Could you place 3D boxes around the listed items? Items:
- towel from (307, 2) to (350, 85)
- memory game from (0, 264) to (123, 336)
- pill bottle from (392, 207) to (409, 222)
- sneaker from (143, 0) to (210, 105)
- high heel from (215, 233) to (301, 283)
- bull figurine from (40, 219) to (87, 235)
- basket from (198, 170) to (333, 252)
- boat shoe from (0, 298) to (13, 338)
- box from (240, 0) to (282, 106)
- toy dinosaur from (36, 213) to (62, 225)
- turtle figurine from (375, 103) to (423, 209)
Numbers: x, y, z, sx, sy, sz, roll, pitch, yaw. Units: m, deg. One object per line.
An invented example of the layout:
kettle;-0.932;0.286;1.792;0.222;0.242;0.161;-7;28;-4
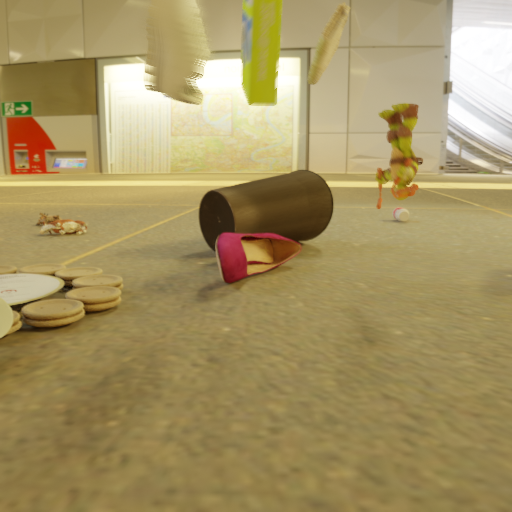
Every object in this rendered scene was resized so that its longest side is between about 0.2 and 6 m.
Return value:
towel;1.031;-2.987;7.863;0.198;0.763;1.151;23;53;6
memory game;-3.561;0.544;7.436;3.569;0.227;3.569;-1;11;0
pill bottle;4.150;-1.175;16.000;0.382;0.382;0.680;0;11;1
sneaker;-1.049;-3.121;8.019;0.873;0.829;2.169;26;-30;4
high heel;0.065;-0.079;8.988;1.128;0.791;2.347;-9;6;10
bull figurine;-4.618;-0.683;13.508;1.116;0.363;0.677;-8;15;-30
basket;0.102;-0.871;11.541;2.266;1.541;2.043;-14;0;-38
boat shoe;-2.912;0.911;4.817;0.556;0.618;1.747;-32;2;32
box;0.062;-2.802;6.821;0.404;1.697;1.034;-1;30;-7
toy dinosaur;-5.527;-0.973;15.122;0.837;0.359;0.567;3;3;-11
turtle figurine;1.932;-1.294;7.362;0.524;1.312;1.627;-1;3;0
